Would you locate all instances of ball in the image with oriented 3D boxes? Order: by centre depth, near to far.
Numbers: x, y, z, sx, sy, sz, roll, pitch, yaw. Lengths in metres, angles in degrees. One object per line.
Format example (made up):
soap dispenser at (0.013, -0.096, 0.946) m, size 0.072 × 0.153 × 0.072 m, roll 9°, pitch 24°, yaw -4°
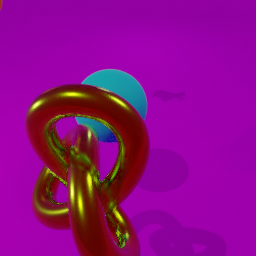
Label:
ball at (-0.310, -0.386, 5.018) m, size 1.304 × 1.304 × 1.304 m, roll 0°, pitch 43°, yaw 0°

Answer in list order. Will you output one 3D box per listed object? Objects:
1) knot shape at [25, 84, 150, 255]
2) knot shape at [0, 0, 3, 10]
knot shape at (-0.565, 0.553, 3.187) m, size 0.928 × 2.008 × 1.879 m, roll -15°, pitch 7°, yaw -34°
knot shape at (-2.886, -3.082, 5.350) m, size 1.465 × 1.565 × 0.723 m, roll -34°, pitch 39°, yaw 14°
